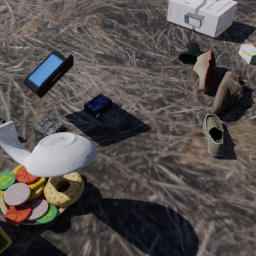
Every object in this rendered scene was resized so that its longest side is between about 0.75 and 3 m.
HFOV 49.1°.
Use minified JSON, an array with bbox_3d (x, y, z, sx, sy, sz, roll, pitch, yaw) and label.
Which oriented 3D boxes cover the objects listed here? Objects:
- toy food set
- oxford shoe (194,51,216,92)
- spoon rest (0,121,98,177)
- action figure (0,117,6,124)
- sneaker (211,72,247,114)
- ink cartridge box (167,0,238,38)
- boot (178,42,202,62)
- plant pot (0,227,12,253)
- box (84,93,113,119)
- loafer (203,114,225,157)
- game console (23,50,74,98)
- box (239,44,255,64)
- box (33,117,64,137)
[{"bbox_3d":[-2.430,1.625,7.548,2.116,0.520,2.138,-35,57,-28],"label":"toy food set"},{"bbox_3d":[2.995,-2.165,11.113,0.777,0.731,2.076,-11,44,36],"label":"oxford shoe"},{"bbox_3d":[-1.983,0.526,6.478,2.972,0.901,1.476,13,30,35],"label":"spoon rest"},{"bbox_3d":[-4.290,0.005,9.145,1.266,0.439,0.824,30,61,29],"label":"action figure"},{"bbox_3d":[3.681,-1.267,10.036,0.872,0.813,2.308,21,51,17],"label":"sneaker"},{"bbox_3d":[3.687,-5.799,13.988,2.764,1.161,2.011,31,54,25],"label":"ink cartridge box"},{"bbox_3d":[2.641,-3.331,12.189,1.141,0.436,0.958,-1,50,-10],"label":"boot"},{"bbox_3d":[-4.026,2.279,6.263,1.726,1.687,1.676,30,53,32],"label":"plant pot"},{"bbox_3d":[-1.054,-0.788,9.926,0.601,0.336,0.851,31,54,29],"label":"box"},{"bbox_3d":[2.798,0.117,8.904,0.628,0.582,1.670,1,47,1],"label":"loafer"},{"bbox_3d":[-2.537,-1.808,8.752,0.914,1.381,1.570,42,81,-7],"label":"game console"},{"bbox_3d":[5.260,-3.214,12.090,0.486,0.438,0.864,-10,48,-10],"label":"box"},{"bbox_3d":[-2.635,0.003,9.293,0.775,0.169,0.621,20,50,17],"label":"box"}]
